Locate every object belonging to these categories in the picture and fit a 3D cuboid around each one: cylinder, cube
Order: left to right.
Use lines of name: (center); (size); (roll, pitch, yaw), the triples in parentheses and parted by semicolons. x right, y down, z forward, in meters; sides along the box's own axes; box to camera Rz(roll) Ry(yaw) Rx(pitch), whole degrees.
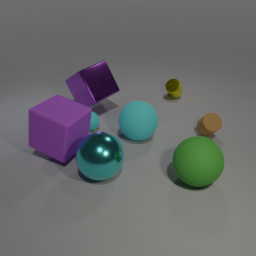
cube: (-2.159, -0.024, 8.944); (1.400, 1.400, 1.400); (23, 34, 15)
cube: (-1.486, -1.767, 11.703); (1.400, 1.400, 1.400); (-33, 11, -35)
cylinder: (2.136, -1.821, 12.983); (0.700, 0.700, 0.700); (-6, 70, 17)
cylinder: (2.918, -0.121, 10.084); (0.700, 0.700, 0.700); (2, 74, -6)

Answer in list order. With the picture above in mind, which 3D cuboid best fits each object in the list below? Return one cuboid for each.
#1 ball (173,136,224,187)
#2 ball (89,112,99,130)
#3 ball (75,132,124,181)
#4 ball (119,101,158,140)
ball: (1.955, 0.927, 7.829); (1.400, 1.400, 1.400); (0, 31, 0)
ball: (-1.421, -0.267, 10.498); (0.700, 0.700, 0.700); (0, 31, 0)
ball: (-0.809, 0.809, 8.095); (1.400, 1.400, 1.400); (0, 31, 0)
ball: (0.364, -0.260, 9.897); (1.400, 1.400, 1.400); (0, 31, 0)
